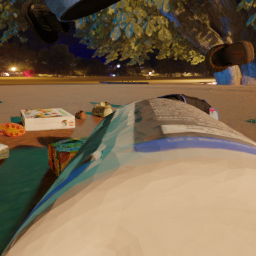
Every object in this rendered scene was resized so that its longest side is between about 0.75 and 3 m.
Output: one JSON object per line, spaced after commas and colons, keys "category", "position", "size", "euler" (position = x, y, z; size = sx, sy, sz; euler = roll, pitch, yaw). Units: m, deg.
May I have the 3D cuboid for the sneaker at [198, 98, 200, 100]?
{"category": "sneaker", "position": [1.854, -0.350, 9.073], "size": [2.543, 0.937, 1.103], "euler": [-16, 30, -40]}

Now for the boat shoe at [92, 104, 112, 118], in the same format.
{"category": "boat shoe", "position": [-1.049, -0.759, 11.584], "size": [0.584, 0.500, 1.594], "euler": [-7, 13, -31]}

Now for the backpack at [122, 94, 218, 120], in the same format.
{"category": "backpack", "position": [0.473, 0.237, 4.352], "size": [1.046, 1.420, 1.555], "euler": [1, -4, -44]}

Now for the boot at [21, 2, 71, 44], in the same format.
{"category": "boot", "position": [-2.154, -2.954, 8.167], "size": [1.262, 0.635, 1.689], "euler": [13, -11, 17]}

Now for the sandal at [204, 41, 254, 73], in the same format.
{"category": "sandal", "position": [3.330, -2.412, 9.783], "size": [0.669, 1.002, 2.453], "euler": [-22, 14, -14]}

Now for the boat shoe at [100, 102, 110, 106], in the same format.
{"category": "boat shoe", "position": [-1.256, -1.325, 15.147], "size": [0.312, 0.269, 0.855], "euler": [6, 12, 28]}

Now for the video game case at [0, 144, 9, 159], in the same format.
{"category": "video game case", "position": [-4.143, 0.498, 5.583], "size": [2.567, 0.300, 2.333], "euler": [8, 13, 36]}

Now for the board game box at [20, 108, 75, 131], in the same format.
{"category": "board game box", "position": [-2.821, -0.335, 9.587], "size": [1.497, 0.410, 2.372], "euler": [-4, 12, -24]}

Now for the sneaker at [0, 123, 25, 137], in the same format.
{"category": "sneaker", "position": [-3.356, 0.023, 7.765], "size": [1.143, 0.417, 0.441], "euler": [3, 12, 10]}

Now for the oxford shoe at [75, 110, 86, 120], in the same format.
{"category": "oxford shoe", "position": [-1.850, -0.544, 10.964], "size": [0.332, 0.332, 0.931], "euler": [-8, 11, -29]}

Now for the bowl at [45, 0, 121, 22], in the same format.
{"category": "bowl", "position": [-0.613, -3.262, 6.576], "size": [2.658, 0.522, 2.658], "euler": [-24, 14, 6]}

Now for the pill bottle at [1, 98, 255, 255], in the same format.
{"category": "pill bottle", "position": [0.251, 0.559, 2.103], "size": [1.487, 1.487, 2.613], "euler": [0, 11, 2]}

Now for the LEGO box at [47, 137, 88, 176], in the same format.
{"category": "LEGO box", "position": [-0.711, 0.496, 5.064], "size": [1.278, 0.493, 0.952], "euler": [-6, 12, -29]}
